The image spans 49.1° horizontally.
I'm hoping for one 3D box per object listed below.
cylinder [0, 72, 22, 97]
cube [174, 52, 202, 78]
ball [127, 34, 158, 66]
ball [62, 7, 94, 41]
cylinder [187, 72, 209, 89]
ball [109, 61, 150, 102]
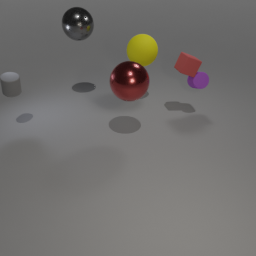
[{"bbox_3d":[-4.471,-1.658,10.702,0.700,0.700,0.700,6,41,-5],"label":"cylinder"},{"bbox_3d":[2.425,-2.571,11.364,0.700,0.700,0.700,13,26,-23],"label":"cube"},{"bbox_3d":[0.638,-3.474,12.550,1.400,1.400,1.400,0,30,0],"label":"ball"},{"bbox_3d":[-2.203,-4.565,12.318,1.400,1.400,1.400,0,30,0],"label":"ball"},{"bbox_3d":[2.958,-2.022,11.842,0.700,0.700,0.700,-5,12,-9],"label":"cylinder"},{"bbox_3d":[0.054,-1.628,9.784,1.400,1.400,1.400,0,30,0],"label":"ball"}]
